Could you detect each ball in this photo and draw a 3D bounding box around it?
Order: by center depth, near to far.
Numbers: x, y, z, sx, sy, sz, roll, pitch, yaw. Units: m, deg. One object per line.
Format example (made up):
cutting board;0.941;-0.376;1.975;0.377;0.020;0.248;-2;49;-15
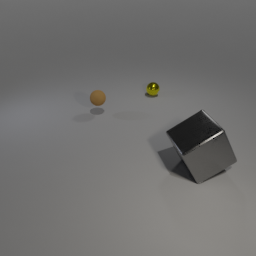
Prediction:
ball;-1.319;-1.312;12.255;0.700;0.700;0.700;0;30;0
ball;1.282;-2.008;14.402;0.700;0.700;0.700;0;30;0

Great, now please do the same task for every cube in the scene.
cube;2.263;0.568;8.752;1.400;1.400;1.400;-32;32;4
